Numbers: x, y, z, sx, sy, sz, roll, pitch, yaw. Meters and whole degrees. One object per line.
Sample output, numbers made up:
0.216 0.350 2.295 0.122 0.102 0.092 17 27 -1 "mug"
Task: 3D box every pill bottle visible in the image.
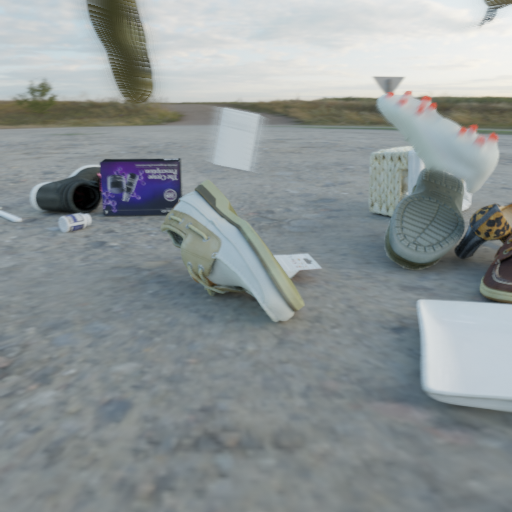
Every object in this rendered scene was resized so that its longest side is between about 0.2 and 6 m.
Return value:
-3.876 -0.721 12.011 0.348 0.348 0.626 12 20 36 "pill bottle"

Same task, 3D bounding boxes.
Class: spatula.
-6.755 -0.948 13.151 1.797 0.207 2.584 -8 18 -43 "spatula"

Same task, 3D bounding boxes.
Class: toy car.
3.048 -3.184 6.690 0.775 0.982 0.806 34 12 2 "toy car"

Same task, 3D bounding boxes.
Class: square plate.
2.957 1.082 5.929 2.399 0.341 2.377 4 16 13 "square plate"

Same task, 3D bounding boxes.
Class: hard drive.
-0.374 -2.171 10.445 0.687 1.042 0.137 11 17 -3 "hard drive"

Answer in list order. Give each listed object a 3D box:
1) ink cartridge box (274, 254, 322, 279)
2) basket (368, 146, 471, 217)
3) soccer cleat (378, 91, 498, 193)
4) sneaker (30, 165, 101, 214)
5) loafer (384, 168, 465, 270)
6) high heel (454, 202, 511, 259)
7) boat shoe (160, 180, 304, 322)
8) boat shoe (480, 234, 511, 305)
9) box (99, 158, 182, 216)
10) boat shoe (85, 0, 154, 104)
0.406 0.215 9.020 1.093 0.312 0.888 1 16 -11 "ink cartridge box"
3.977 -1.857 13.559 2.464 1.670 1.520 -15 20 -41 "basket"
3.200 -2.194 10.424 0.963 1.078 2.779 -14 43 -31 "soccer cleat"
-4.251 -1.656 14.290 1.337 0.953 2.695 10 24 24 "sneaker"
3.143 -0.546 10.426 1.245 1.153 3.310 28 37 14 "loafer"
4.460 -0.721 9.526 2.078 1.481 0.742 -26 67 -12 "high heel"
-0.441 0.045 8.156 1.119 1.223 3.273 -36 37 -4 "boat shoe"
4.018 0.019 8.434 0.948 0.946 2.627 11 20 32 "boat shoe"
-2.734 -1.658 13.471 1.855 1.309 0.732 -2 17 -5 "box"
-2.197 -3.589 9.138 0.804 2.249 0.739 -16 11 -5 "boat shoe"
